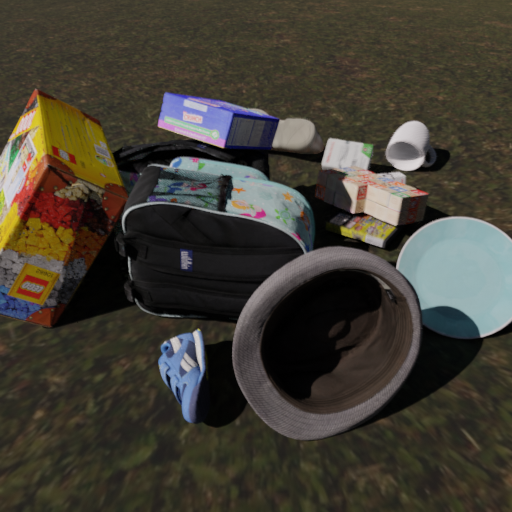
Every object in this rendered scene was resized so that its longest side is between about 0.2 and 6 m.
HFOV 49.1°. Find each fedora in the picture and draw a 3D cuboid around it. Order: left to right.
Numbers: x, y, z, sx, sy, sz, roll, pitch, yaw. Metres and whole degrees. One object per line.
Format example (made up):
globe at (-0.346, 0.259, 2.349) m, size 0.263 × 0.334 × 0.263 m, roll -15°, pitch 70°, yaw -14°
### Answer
fedora at (0.999, 1.189, 8.411) m, size 2.890 × 2.556 × 1.305 m, roll -39°, pitch 7°, yaw -5°

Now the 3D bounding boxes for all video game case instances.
video game case at (2.491, -0.743, 12.504) m, size 1.415 × 0.200 × 1.566 m, roll 20°, pitch 33°, yaw 26°

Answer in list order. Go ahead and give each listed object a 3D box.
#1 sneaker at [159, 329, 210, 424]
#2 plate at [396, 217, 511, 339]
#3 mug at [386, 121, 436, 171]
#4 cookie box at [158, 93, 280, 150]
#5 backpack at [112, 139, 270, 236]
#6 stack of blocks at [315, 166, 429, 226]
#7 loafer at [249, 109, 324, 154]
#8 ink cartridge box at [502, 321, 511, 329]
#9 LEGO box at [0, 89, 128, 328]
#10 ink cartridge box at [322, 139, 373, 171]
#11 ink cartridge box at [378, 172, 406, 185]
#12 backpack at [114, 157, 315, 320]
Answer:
sneaker at (-1.094, 1.850, 8.475) m, size 0.739 × 0.664 × 1.796 m, roll -7°, pitch 29°, yaw -4°
plate at (3.628, 0.386, 9.988) m, size 2.226 × 0.284 × 2.226 m, roll -3°, pitch 74°, yaw 10°
mug at (4.265, -2.922, 15.031) m, size 1.337 × 0.987 × 1.172 m, roll 37°, pitch 54°, yaw -8°
cookie box at (-0.692, -2.603, 10.930) m, size 1.589 × 0.698 × 1.858 m, roll 23°, pitch 19°, yaw 25°
backpack at (-1.442, -1.348, 11.692) m, size 3.432 × 2.172 × 2.864 m, roll 0°, pitch 16°, yaw -1°
stack of blocks at (2.560, -1.375, 12.655) m, size 1.278 × 0.650 × 2.219 m, roll -13°, pitch 30°, yaw -36°
loafer at (0.501, -3.390, 15.907) m, size 3.112 × 0.978 × 1.119 m, roll 20°, pitch 84°, yaw 37°
ink cartridge box at (4.332, 1.016, 10.072) m, size 0.729 × 0.208 × 0.592 m, roll -20°, pitch 39°, yaw -32°
LEGO box at (-3.972, -1.031, 10.475) m, size 1.466 × 2.830 × 3.800 m, roll 24°, pitch 20°, yaw -35°
ink cartridge box at (2.368, -2.509, 14.561) m, size 1.170 × 0.486 × 0.858 m, roll 13°, pitch 72°, yaw 15°
ink cartridge box at (3.187, -1.689, 13.631) m, size 0.793 × 0.576 × 0.331 m, roll -7°, pitch 26°, yaw -11°
backpack at (-0.513, -0.194, 9.615) m, size 3.050 × 2.707 × 2.296 m, roll 10°, pitch 43°, yaw 7°
